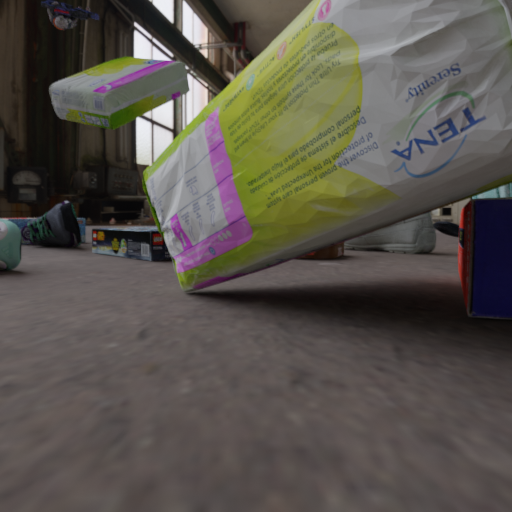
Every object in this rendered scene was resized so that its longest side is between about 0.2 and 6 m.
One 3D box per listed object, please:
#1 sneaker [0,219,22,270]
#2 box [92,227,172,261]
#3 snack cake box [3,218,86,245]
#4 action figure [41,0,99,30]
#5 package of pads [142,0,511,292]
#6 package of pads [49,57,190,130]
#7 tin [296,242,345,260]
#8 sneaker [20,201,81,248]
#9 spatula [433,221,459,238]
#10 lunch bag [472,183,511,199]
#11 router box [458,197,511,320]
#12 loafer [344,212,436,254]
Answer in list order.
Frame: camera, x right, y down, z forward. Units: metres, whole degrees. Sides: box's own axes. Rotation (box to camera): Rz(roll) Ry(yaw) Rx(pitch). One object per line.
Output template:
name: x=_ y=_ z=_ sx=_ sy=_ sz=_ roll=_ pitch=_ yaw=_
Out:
sneaker: x=-4.383 y=-0.230 z=7.571 sx=2.242 sy=0.872 sz=1.569 roll=3 pitch=4 yaw=42
box: x=-1.758 y=-0.279 z=10.671 sx=1.859 sy=0.541 sz=2.715 roll=-3 pitch=5 yaw=-37
snack cake box: x=-6.003 y=-0.707 z=15.657 sx=2.124 sy=0.713 sz=1.221 roll=-3 pitch=7 yaw=-38
action figure: x=-3.018 y=-3.905 z=9.232 sx=0.914 sy=0.478 sz=0.884 roll=15 pitch=34 yaw=-4
package of pads: x=1.068 y=-0.955 z=4.606 sx=3.081 sy=1.360 sz=3.989 roll=-17 pitch=-4 yaw=-34
package of pads: x=-3.047 y=-3.724 z=12.520 sx=1.954 sy=0.863 sz=2.529 roll=17 pitch=40 yaw=31
tin: x=1.110 y=-0.115 z=10.162 sx=0.885 sy=0.331 sz=1.580 roll=-3 pitch=3 yaw=20
sneaker: x=-4.918 y=-0.568 z=13.320 sx=1.241 sy=1.055 sz=2.836 roll=-15 pitch=-1 yaw=-22
spatula: x=3.578 y=-0.195 z=9.202 sx=0.751 sy=0.273 sz=2.659 roll=4 pitch=-12 yaw=45
lunch bag: x=4.362 y=-1.308 z=8.526 sx=2.289 sy=2.854 sz=1.100 roll=-2 pitch=-4 yaw=-12
router box: x=3.618 y=-0.045 z=4.808 sx=3.542 sy=0.865 sz=3.179 roll=1 pitch=4 yaw=20
loafer: x=2.650 y=-0.592 z=12.038 sx=0.977 sy=0.975 sz=2.793 roll=-3 pitch=5 yaw=-37
